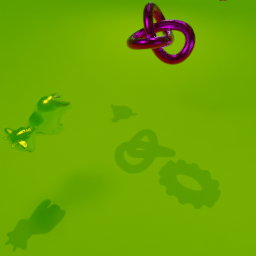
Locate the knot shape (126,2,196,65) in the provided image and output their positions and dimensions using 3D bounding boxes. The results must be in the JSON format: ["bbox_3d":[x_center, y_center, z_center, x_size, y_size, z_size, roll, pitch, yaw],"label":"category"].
[{"bbox_3d":[0.775,-2.399,6.937,1.661,0.768,1.555,2,64,-14],"label":"knot shape"}]

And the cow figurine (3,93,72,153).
[{"bbox_3d":[-1.756,-0.098,5.435,0.658,1.199,1.180,38,29,19],"label":"cow figurine"}]
